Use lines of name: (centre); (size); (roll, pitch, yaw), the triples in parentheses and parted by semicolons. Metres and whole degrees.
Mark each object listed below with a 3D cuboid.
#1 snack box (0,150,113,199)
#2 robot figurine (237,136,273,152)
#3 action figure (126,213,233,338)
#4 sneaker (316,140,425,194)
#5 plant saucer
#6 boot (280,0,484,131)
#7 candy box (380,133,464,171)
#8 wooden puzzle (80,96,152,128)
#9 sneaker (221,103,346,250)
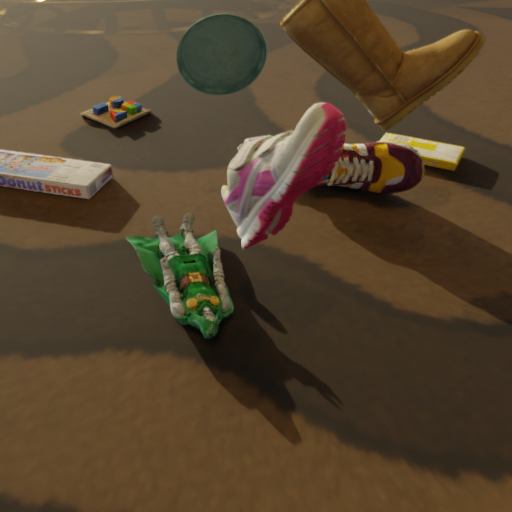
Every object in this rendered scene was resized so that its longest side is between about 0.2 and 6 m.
snack box: (-4.328, -1.661, 11.174); (2.733, 0.332, 0.983); (9, 36, 13)
robot figurine: (0.098, -2.240, 11.812); (0.951, 0.537, 0.806); (-12, 4, -17)
action figure: (-0.963, 0.266, 8.235); (1.505, 0.697, 2.548); (-9, 40, -18)
sneaker: (1.672, -1.646, 10.545); (2.814, 1.055, 1.268); (14, 30, 32)
plant saucer: (-0.561, -3.242, 8.993); (1.459, 1.459, 0.200); (-7, 54, -9)
boot: (1.946, -3.415, 8.598); (2.136, 2.440, 0.807); (-41, 19, 19)
candy box: (3.519, -2.268, 12.119); (1.749, 0.231, 0.894); (17, 41, 23)
wooden puzzle: (-3.504, -3.645, 13.992); (1.356, 0.314, 1.256); (21, 41, 27)
sneaker: (0.171, -1.016, 6.502); (0.874, 2.148, 0.948); (-26, 72, -46)
